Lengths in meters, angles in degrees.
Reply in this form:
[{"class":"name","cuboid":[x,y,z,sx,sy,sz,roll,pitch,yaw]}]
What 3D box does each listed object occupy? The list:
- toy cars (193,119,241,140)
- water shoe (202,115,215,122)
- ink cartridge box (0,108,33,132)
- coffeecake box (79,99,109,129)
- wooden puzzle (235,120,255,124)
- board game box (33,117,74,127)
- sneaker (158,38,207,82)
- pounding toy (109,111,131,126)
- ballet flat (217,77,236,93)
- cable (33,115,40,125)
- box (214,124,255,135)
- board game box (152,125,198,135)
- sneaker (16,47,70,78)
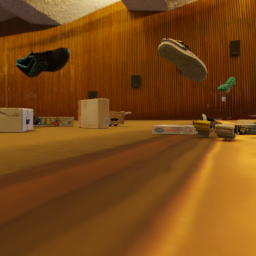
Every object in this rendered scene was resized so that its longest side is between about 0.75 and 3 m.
[{"class":"toy cars","cuboid":[1.652,0.053,5.310,0.678,0.335,1.513,4,5,-13]},{"class":"water shoe","cuboid":[3.728,-0.340,12.957,0.610,0.553,1.546,2,3,15]},{"class":"ink cartridge box","cuboid":[-3.535,-0.244,8.241,1.174,0.681,1.627,0,2,-9]},{"class":"coffeecake box","cuboid":[-1.349,-0.547,10.879,0.527,1.107,1.442,-2,3,-40]},{"class":"wooden puzzle","cuboid":[6.219,-0.213,12.473,2.246,0.418,2.078,-5,2,2]},{"class":"board game box","cuboid":[-4.011,-0.313,13.417,2.601,0.445,1.748,-1,2,-20]},{"class":"sneaker","cuboid":[2.570,-3.224,12.894,2.686,1.066,1.053,34,-53,-18]},{"class":"pounding toy","cuboid":[-0.493,-0.426,13.296,1.329,0.692,1.513,-1,2,-18]},{"class":"ballet flat","cuboid":[3.950,-1.630,11.088,1.121,0.394,0.377,-38,20,-32]},{"class":"cable","cuboid":[-4.780,-0.230,10.773,2.118,0.659,2.596,9,5,42]},{"class":"box","cuboid":[2.833,0.018,7.069,0.842,0.245,1.230,0,2,-10]},{"class":"board game box","cuboid":[1.240,0.035,7.144,1.012,0.209,1.014,1,2,22]},{"class":"sneaker","cuboid":[-3.460,-2.731,11.431,2.312,0.846,0.947,-19,-21,15]}]
